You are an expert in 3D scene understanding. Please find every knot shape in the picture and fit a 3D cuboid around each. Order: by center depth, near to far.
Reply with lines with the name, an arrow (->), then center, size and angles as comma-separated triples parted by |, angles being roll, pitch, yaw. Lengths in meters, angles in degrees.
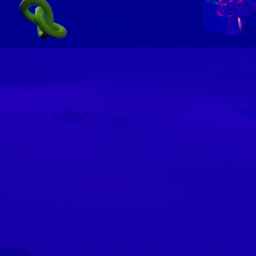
knot shape -> -2.567, -3.283, 8.777 | 1.418, 0.700, 1.515 | 41, -11, 7

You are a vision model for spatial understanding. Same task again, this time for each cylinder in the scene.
cylinder -> 3.020, -3.905, 8.981 | 1.207, 1.207, 1.207 | 5, -25, 15

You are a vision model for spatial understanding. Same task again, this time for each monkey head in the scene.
monkey head -> 2.763, -2.895, 7.017 | 1.465, 1.054, 0.883 | 11, 23, 42
